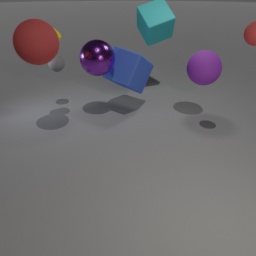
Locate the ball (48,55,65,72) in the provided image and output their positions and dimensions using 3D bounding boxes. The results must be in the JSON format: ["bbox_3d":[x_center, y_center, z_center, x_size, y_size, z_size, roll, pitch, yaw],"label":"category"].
[{"bbox_3d":[-3.090,-2.790,12.122,0.700,0.700,0.700,0,28,0],"label":"ball"}]

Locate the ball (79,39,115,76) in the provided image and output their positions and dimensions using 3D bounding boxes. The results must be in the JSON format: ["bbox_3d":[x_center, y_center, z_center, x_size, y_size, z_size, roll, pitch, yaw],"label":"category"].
[{"bbox_3d":[-1.209,-2.755,11.029,1.400,1.400,1.400,0,28,0],"label":"ball"}]

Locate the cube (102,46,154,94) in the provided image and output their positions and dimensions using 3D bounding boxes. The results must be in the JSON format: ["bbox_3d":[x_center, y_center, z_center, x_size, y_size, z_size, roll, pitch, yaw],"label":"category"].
[{"bbox_3d":[0.021,-2.479,12.095,1.400,1.400,1.400,26,6,27],"label":"cube"}]

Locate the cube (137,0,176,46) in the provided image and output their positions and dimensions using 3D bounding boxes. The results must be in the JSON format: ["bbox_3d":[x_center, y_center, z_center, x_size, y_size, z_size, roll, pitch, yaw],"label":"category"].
[{"bbox_3d":[1.329,-5.165,13.694,1.400,1.400,1.400,-22,70,-6],"label":"cube"}]

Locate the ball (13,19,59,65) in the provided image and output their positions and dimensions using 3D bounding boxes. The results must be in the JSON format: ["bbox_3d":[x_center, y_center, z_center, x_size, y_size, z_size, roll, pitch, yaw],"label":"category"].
[{"bbox_3d":[-2.886,-2.699,8.833,1.400,1.400,1.400,0,28,0],"label":"ball"}]

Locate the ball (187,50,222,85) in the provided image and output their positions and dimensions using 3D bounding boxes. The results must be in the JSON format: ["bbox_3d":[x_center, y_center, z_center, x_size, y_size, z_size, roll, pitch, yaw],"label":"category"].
[{"bbox_3d":[3.107,-2.447,11.429,1.400,1.400,1.400,0,28,0],"label":"ball"}]

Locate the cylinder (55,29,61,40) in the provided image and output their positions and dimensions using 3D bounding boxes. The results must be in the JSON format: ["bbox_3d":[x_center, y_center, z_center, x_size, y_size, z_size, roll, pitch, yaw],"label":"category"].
[{"bbox_3d":[-2.811,-3.123,9.789,0.700,0.700,0.700,35,24,-18],"label":"cylinder"}]

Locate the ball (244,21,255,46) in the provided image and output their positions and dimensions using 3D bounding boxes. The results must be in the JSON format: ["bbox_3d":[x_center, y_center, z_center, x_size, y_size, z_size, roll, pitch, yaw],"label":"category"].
[{"bbox_3d":[3.793,-2.786,8.267,0.700,0.700,0.700,0,28,0],"label":"ball"}]
